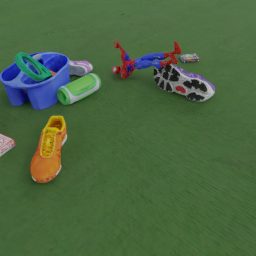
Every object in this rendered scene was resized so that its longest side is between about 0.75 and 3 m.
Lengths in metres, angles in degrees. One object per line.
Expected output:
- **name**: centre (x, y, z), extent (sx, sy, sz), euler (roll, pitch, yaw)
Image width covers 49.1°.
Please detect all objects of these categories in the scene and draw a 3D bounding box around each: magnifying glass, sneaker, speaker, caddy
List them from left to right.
- **caddy**: centre (-3.246, -1.899, 10.120), extent (1.958, 1.454, 2.769), euler (9, 39, 13)
- **magnifying glass**: centre (-2.877, -1.897, 9.637), extent (1.023, 0.288, 2.570), euler (55, 15, 14)
- **sneaker**: centre (-2.164, 0.497, 7.526), extent (0.823, 0.870, 2.254), euler (-1, 39, -3)
- **sneaker**: centre (-2.252, -2.616, 11.851), extent (1.556, 0.564, 0.887), euler (20, 36, 13)
- **speaker**: centre (-1.749, -1.426, 10.133), extent (0.711, 0.711, 1.608), euler (29, 46, 32)
- **sneaker**: centre (2.073, -1.755, 10.583), extent (2.534, 1.022, 1.057), euler (34, 33, 24)

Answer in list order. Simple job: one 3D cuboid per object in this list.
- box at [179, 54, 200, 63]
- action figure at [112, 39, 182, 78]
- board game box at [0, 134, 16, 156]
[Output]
- **box**: centre (2.810, -3.199, 12.846), extent (0.800, 0.151, 0.546), euler (-8, 39, -10)
- **action figure**: centre (0.338, -2.779, 10.634), extent (2.992, 1.481, 0.976), euler (-11, 42, 40)
- **board game box**: centre (-3.902, 0.471, 8.050), extent (1.018, 0.236, 0.772), euler (19, 42, 22)
